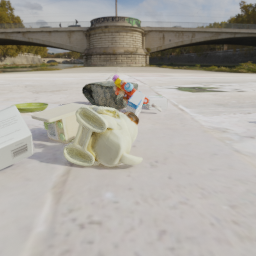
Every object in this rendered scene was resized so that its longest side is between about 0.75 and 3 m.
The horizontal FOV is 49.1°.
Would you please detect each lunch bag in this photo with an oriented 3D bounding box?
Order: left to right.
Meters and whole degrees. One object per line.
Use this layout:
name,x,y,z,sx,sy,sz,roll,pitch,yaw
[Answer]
lunch bag,-0.892,-1.666,13.543,2.180,1.282,1.788,13,19,29

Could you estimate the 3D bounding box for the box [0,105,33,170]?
box,-2.420,0.264,5.241,1.054,0.689,1.048,-27,-16,-27

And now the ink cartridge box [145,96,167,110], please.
ink cartridge box,1.306,-1.213,13.281,0.879,0.507,1.203,-2,14,-7

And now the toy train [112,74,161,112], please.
toy train,0.219,-1.194,11.216,1.970,0.729,2.622,41,7,34

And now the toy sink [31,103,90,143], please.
toy sink,-1.817,-0.116,7.963,0.957,0.823,1.468,11,24,41

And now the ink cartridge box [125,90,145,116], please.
ink cartridge box,0.224,-0.738,9.800,0.384,0.916,0.665,27,49,10

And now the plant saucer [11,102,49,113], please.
plant saucer,-4.410,-0.918,12.627,1.624,0.252,1.624,-1,14,0

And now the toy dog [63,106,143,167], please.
toy dog,-0.334,0.100,6.484,1.753,1.261,1.808,16,17,12
